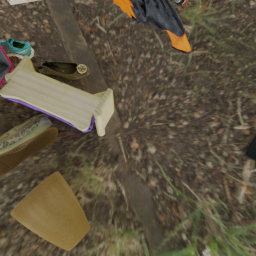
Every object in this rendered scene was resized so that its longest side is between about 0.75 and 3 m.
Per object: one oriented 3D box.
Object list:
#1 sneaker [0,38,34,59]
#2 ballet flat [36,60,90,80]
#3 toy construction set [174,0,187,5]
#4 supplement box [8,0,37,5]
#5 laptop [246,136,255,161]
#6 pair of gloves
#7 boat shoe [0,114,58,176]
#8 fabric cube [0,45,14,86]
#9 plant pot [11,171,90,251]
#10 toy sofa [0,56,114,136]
[{"bbox_3d":[-3.787,-2.691,9.095,1.499,0.597,0.581,11,64,6],"label":"sneaker"},{"bbox_3d":[-2.055,-1.885,8.809,1.702,0.394,0.573,8,64,4],"label":"ballet flat"},{"bbox_3d":[1.827,-5.620,10.165,2.144,1.788,1.647,-30,53,-36],"label":"toy construction set"},{"bbox_3d":[-2.292,-3.488,6.097,0.865,1.373,0.505,-28,68,-33],"label":"supplement box"},{"bbox_3d":[4.995,0.303,7.180,2.727,1.408,2.417,34,68,15],"label":"laptop"},{"bbox_3d":[0.228,-3.012,6.663,0.363,2.615,2.935,-47,55,3],"label":"pair of gloves"},{"bbox_3d":[-3.126,0.510,7.422,2.536,0.929,0.795,-31,63,-25],"label":"boat shoe"},{"bbox_3d":[-5.184,-1.947,7.780,2.335,2.342,2.298,22,67,13],"label":"fabric cube"},{"bbox_3d":[-1.623,2.017,6.485,1.499,1.397,1.397,44,71,4],"label":"plant pot"},{"bbox_3d":[-1.921,-0.713,7.781,2.894,1.198,1.412,22,65,10],"label":"toy sofa"}]
